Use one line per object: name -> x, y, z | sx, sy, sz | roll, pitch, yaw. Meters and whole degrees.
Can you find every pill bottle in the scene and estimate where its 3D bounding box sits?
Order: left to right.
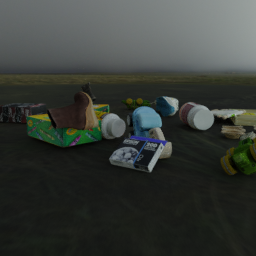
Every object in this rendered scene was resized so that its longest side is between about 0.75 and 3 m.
pill bottle -> -0.885, -0.116, 10.231 | 0.920, 0.920, 1.684 | -11, 16, -42
pill bottle -> 2.891, -0.500, 11.878 | 1.008, 1.008, 1.766 | -1, 12, -6

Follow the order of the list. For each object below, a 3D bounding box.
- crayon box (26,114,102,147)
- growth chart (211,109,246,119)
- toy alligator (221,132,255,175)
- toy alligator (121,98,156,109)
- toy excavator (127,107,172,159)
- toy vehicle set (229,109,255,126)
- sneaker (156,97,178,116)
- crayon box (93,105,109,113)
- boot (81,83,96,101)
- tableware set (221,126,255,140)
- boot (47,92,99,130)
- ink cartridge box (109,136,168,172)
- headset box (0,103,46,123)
crayon box -> -2.260, -0.009, 9.680 | 1.492, 0.732, 2.512 | -9, 14, -43
growth chart -> 4.376, -0.721, 13.842 | 1.926, 0.236, 2.662 | -12, 9, -29
toy alligator -> 3.085, 0.656, 7.078 | 0.936, 0.678, 2.823 | -31, -6, 32
toy alligator -> 0.775, -1.449, 17.552 | 2.401, 0.577, 0.796 | 0, -20, 3
toy excavator -> 0.684, 0.115, 8.578 | 0.979, 1.906, 1.960 | -2, -16, -13
toy vehicle set -> 5.956, -0.539, 13.642 | 1.730, 0.369, 2.784 | 3, 12, 13
sneaker -> 2.309, -1.287, 15.634 | 1.122, 1.063, 2.778 | -2, 13, -4
crayon box -> -1.968, -0.864, 14.652 | 1.914, 0.558, 1.137 | -1, 14, -1
boot -> -2.111, -1.687, 14.173 | 1.092, 0.951, 0.378 | -30, -7, 35
tableware set -> 4.517, 0.157, 10.523 | 1.991, 0.277, 2.384 | 5, 12, 22
boot -> -1.762, -0.586, 8.535 | 1.393, 0.606, 1.674 | 0, 43, -33
ink cartridge box -> 0.290, 0.569, 7.328 | 1.162, 0.254, 1.173 | 7, 42, 31
headset box -> -5.062, -0.745, 13.614 | 2.048, 0.791, 1.524 | 3, 12, 9
